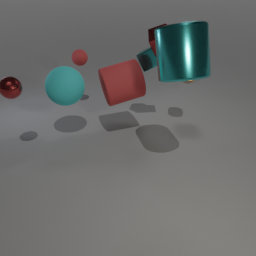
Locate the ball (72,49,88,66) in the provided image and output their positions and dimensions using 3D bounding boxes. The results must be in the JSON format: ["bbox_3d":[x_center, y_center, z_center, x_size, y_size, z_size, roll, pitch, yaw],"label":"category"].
[{"bbox_3d":[-2.120,-3.088,12.288,0.700,0.700,0.700,0,29,0],"label":"ball"}]

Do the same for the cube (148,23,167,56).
[{"bbox_3d":[1.167,-3.165,10.031,0.700,0.700,0.700,-13,54,19],"label":"cube"}]

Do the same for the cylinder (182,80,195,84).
[{"bbox_3d":[2.392,-2.120,10.957,0.700,0.700,0.700,2,2,4],"label":"cylinder"}]

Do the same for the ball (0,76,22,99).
[{"bbox_3d":[-3.672,-1.256,8.751,0.700,0.700,0.700,0,29,0],"label":"ball"}]

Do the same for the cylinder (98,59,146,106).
[{"bbox_3d":[-0.225,-1.654,10.238,1.400,1.400,1.400,-18,32,-8],"label":"cylinder"}]

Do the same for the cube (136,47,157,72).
[{"bbox_3d":[0.829,-2.693,10.822,0.700,0.700,0.700,-21,19,23],"label":"cube"}]

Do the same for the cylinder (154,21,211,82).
[{"bbox_3d":[1.464,-2.008,7.506,1.400,1.400,1.400,-6,12,1],"label":"cylinder"}]

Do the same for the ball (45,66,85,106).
[{"bbox_3d":[-2.261,-1.500,10.051,1.400,1.400,1.400,0,29,0],"label":"ball"}]
